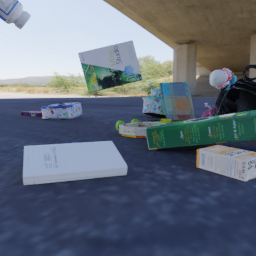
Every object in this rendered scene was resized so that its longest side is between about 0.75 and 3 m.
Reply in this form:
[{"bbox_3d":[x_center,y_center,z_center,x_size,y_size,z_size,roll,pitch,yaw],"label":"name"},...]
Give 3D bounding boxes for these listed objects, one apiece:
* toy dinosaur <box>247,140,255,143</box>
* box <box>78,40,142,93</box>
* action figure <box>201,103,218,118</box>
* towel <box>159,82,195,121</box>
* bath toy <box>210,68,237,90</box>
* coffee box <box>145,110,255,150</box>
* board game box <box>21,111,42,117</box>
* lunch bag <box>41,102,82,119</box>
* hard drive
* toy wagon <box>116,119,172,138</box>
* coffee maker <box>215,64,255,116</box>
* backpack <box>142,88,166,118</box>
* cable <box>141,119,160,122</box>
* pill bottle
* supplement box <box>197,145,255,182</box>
[{"bbox_3d":[4.280,0.092,6.727,2.732,1.434,2.479,22,41,26],"label":"toy dinosaur"},{"bbox_3d":[-0.627,-2.175,9.974,2.013,1.453,0.366,-15,2,-4],"label":"box"},{"bbox_3d":[3.376,-0.321,11.729,1.227,1.104,1.648,44,34,8],"label":"action figure"},{"bbox_3d":[2.464,-1.344,13.917,1.559,2.126,0.231,-2,-21,-11],"label":"towel"},{"bbox_3d":[2.805,-1.452,8.182,0.552,0.649,1.493,5,6,29],"label":"bath toy"},{"bbox_3d":[2.033,0.040,7.208,2.754,0.606,1.693,-8,3,29],"label":"coffee box"},{"bbox_3d":[-5.424,-0.865,16.625,1.703,0.275,1.022,6,6,36],"label":"board game box"},{"bbox_3d":[-3.572,-0.941,15.060,1.794,0.846,2.238,0,7,12],"label":"lunch bag"},{"bbox_3d":[-1.031,0.608,5.308,1.771,0.236,1.168,-3,23,-18],"label":"hard drive"},{"bbox_3d":[0.757,-0.024,9.895,1.757,0.448,2.265,8,11,42],"label":"toy wagon"},{"bbox_3d":[4.143,-1.120,10.258,1.750,2.495,2.598,0,7,24],"label":"coffee maker"},{"bbox_3d":[1.929,-1.356,15.370,2.273,1.711,2.018,0,6,37],"label":"backpack"},{"bbox_3d":[1.026,-0.255,12.517,0.860,0.218,0.701,-6,5,-22],"label":"cable"},{"bbox_3d":[-3.701,-3.668,8.456,1.396,0.783,0.783,37,-14,-32],"label":"pill bottle"},{"bbox_3d":[1.956,0.631,5.354,0.690,0.403,1.095,-7,11,-36],"label":"supplement box"}]
